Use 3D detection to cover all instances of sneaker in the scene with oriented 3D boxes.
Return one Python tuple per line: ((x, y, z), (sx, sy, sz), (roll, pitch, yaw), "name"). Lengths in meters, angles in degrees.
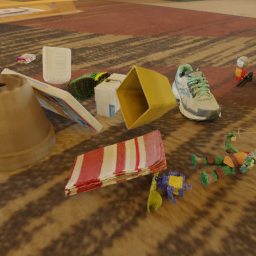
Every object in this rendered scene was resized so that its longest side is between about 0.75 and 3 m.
((-1.614, -1.649, 10.833), (0.924, 0.846, 2.169), (12, 25, 31), "sneaker")
((2.254, -1.301, 9.675), (1.154, 1.284, 2.975), (-7, 33, -11), "sneaker")

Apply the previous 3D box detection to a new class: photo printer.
((-2.415, -2.120, 9.561), (0.422, 1.215, 1.011), (12, 17, 37), "photo printer")

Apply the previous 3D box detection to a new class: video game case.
((-2.303, -0.839, 8.535), (2.830, 2.024, 0.247), (23, 75, 31), "video game case")

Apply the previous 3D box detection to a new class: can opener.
((4.826, -1.958, 11.637), (1.088, 0.428, 0.345), (-36, 34, -25), "can opener")

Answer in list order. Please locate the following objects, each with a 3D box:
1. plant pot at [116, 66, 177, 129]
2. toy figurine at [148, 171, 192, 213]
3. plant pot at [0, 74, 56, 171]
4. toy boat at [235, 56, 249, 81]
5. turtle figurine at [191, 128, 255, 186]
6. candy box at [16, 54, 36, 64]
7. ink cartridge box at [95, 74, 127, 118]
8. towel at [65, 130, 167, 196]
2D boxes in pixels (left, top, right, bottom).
((0.531, -0.801, 7.426), (1.079, 1.223, 1.223), (-7, 68, -31), "plant pot")
((0.987, 1.227, 6.201), (0.912, 0.803, 1.522), (13, 30, 6), "toy figurine")
((-3.185, -0.316, 7.529), (2.252, 1.954, 2.252), (1, 31, 0), "plant pot")
((5.584, -2.305, 11.501), (2.220, 1.032, 1.867), (12, 35, 18), "toy boat")
((2.575, 0.759, 6.791), (1.855, 0.934, 1.389), (-18, 22, -2), "turtle figurine")
((-5.122, -3.489, 14.100), (0.555, 0.248, 0.815), (10, 34, 15), "candy box")
((-0.544, -1.157, 9.703), (0.591, 1.014, 1.402), (14, 35, 20), "ink cartridge box")
((-0.286, 0.741, 6.587), (2.307, 0.262, 1.662), (-17, 22, 8), "towel")
